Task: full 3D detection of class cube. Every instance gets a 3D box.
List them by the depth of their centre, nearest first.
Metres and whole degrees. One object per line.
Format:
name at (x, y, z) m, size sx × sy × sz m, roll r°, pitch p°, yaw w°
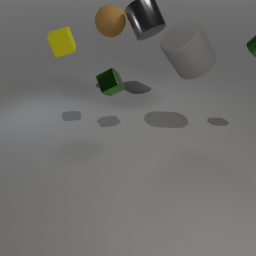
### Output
cube at (-2.192, -2.860, 9.312) m, size 0.700 × 0.700 × 0.700 m, roll -16°, pitch 34°, yaw 3°
cube at (-0.635, -1.647, 10.194) m, size 0.700 × 0.700 × 0.700 m, roll -24°, pitch -13°, yaw 15°

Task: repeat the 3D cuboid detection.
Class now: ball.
ball at (-0.803, -4.881, 12.792) m, size 1.400 × 1.400 × 1.400 m, roll 0°, pitch 29°, yaw 0°

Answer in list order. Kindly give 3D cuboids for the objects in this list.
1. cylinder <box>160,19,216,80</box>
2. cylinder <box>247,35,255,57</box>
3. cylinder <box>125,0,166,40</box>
cylinder at (1.987, -2.561, 9.209) m, size 1.400 × 1.400 × 1.400 m, roll -23°, pitch 46°, yaw 25°
cylinder at (4.224, -2.645, 8.749) m, size 0.700 × 0.700 × 0.700 m, roll 17°, pitch 53°, yaw -24°
cylinder at (0.764, -4.808, 12.292) m, size 1.400 × 1.400 × 1.400 m, roll -25°, pitch 3°, yaw 1°
